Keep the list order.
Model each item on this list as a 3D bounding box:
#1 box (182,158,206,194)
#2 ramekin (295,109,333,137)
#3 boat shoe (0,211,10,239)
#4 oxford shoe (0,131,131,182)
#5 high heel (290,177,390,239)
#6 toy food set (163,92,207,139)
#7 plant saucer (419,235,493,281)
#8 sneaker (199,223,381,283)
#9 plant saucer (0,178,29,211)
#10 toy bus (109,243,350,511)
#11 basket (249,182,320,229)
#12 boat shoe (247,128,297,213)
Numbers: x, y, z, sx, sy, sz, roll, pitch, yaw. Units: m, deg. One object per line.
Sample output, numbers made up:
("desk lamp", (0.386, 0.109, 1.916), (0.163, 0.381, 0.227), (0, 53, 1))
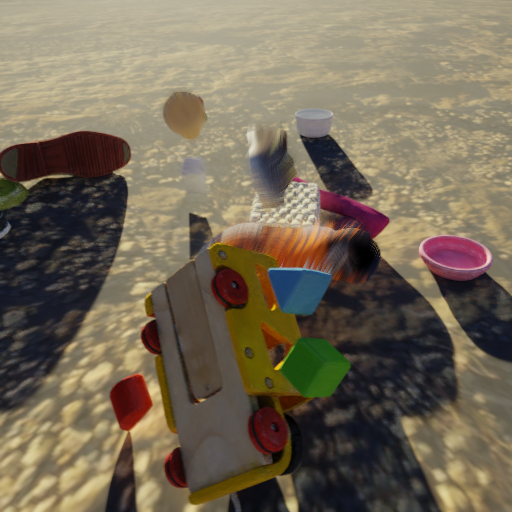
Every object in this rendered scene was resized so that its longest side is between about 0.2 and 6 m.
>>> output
("box", (-1.353, -1.748, 12.242), (0.377, 0.573, 0.576), (-3, 50, 7))
("ramekin", (1.626, -3.746, 15.822), (1.069, 0.561, 1.069), (-1, 30, 0))
("boat shoe", (-5.788, -0.458, 9.975), (1.124, 0.897, 2.972), (14, 26, 25))
("oxford shoe", (-4.531, -2.401, 13.213), (3.067, 1.080, 1.147), (-9, 16, -30))
("high heel", (1.427, -1.037, 11.196), (1.223, 0.858, 2.544), (-23, 51, -22))
("toy food set", (-1.338, -2.677, 10.536), (0.826, 0.818, 0.201), (26, -2, -14))
("plant saucer", (3.509, 0.056, 9.919), (1.237, 0.314, 1.237), (1, 32, 0))
("sneaker", (0.593, -0.034, 7.865), (2.688, 1.043, 1.506), (-11, 5, -29))
("plant saucer", (-5.853, -1.378, 12.317), (1.571, 0.244, 1.571), (0, 31, 0))
("toy bus", (-0.113, 1.437, 6.354), (1.599, 3.094, 2.919), (12, 8, -45))
("basket", (0.536, -0.457, 9.942), (1.273, 1.158, 1.878), (3, 32, 6))
("boat shoe", (0.223, -1.186, 7.326), (0.548, 0.661, 1.841), (-13, 32, 5))
